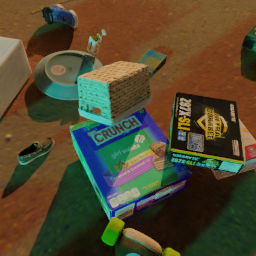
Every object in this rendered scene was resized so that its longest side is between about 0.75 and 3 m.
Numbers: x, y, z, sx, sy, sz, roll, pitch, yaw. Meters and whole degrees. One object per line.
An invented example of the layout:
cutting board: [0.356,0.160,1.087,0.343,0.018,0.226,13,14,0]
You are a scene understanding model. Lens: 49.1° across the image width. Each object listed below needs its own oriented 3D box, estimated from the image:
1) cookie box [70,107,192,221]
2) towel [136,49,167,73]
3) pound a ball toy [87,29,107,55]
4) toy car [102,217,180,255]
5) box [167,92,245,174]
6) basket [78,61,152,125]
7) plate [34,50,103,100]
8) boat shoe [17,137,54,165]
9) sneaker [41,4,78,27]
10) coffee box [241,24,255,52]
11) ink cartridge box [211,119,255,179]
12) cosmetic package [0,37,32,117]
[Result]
cookie box: [-0.021,0.764,7.162,2.170,0.953,2.536,-21,55,-19]
towel: [0.845,-2.462,10.273,0.792,0.117,1.079,27,58,20]
pound a ball toy: [-1.071,-3.027,9.969,0.578,0.887,0.377,-31,81,-27]
toy car: [-0.089,2.917,5.403,1.471,1.413,1.790,27,68,7]
box: [1.910,0.040,7.017,1.684,0.520,2.109,9,47,6]
basket: [-0.334,-1.008,7.430,1.223,1.113,1.805,18,35,36]
plate: [-1.990,-1.961,9.609,2.454,0.314,2.454,4,54,-5]
boat shoe: [-2.540,0.580,7.755,1.094,0.327,0.391,-36,59,-25]
sneaker: [-2.858,-4.523,11.470,1.021,0.704,1.835,-28,53,-27]
coffee box: [5.725,-3.710,10.952,1.552,0.555,2.525,31,59,21]
ink cartridge box: [2.633,0.392,7.634,1.261,0.732,1.709,-13,51,-13]
cosmetic package: [-4.767,-1.705,8.805,2.384,1.465,2.376,12,53,9]
